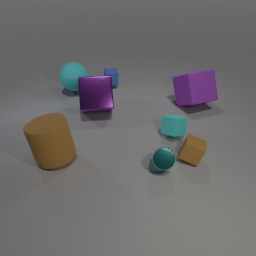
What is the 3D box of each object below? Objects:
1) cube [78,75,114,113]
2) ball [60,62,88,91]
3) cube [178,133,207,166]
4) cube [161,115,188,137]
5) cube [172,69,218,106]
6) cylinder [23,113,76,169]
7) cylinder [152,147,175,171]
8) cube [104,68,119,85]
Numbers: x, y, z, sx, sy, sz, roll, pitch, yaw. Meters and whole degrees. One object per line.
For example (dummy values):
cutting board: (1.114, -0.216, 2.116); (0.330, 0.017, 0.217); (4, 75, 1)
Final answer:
cube: (-1.394, -1.428, 12.216); (1.400, 1.400, 1.400); (-4, -1, -6)
ball: (-2.718, -2.589, 14.100); (1.400, 1.400, 1.400); (0, 31, 0)
cube: (2.206, 0.733, 9.541); (0.700, 0.700, 0.700); (24, 29, 6)
cube: (1.791, -0.099, 10.799); (0.700, 0.700, 0.700); (-6, 16, -41)
cube: (3.083, -1.840, 12.942); (1.400, 1.400, 1.400); (-12, 7, -20)
cylinder: (-2.589, 0.421, 9.420); (1.400, 1.400, 1.400); (-8, 30, 5)
cylinder: (1.131, 0.983, 9.029); (0.700, 0.700, 0.700); (1, -2, 2)
cube: (-0.905, -2.760, 15.126); (0.700, 0.700, 0.700); (-5, 33, -9)
